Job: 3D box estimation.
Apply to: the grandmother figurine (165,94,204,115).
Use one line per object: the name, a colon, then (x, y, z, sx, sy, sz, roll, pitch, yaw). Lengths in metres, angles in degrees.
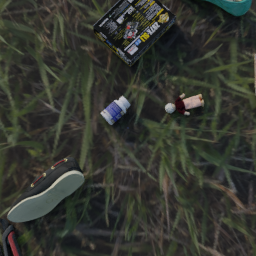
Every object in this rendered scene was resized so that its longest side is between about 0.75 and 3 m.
grandmother figurine: (1.617, -0.654, 8.098, 1.092, 0.331, 0.662, -13, 60, 1)

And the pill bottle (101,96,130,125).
pill bottle: (-0.338, -0.511, 7.975, 0.790, 0.473, 0.473, -42, 84, -5)

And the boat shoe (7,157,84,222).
boat shoe: (-2.237, 1.701, 7.566, 2.362, 0.864, 0.740, -37, 45, 6)

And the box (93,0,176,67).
box: (0.190, -3.075, 8.344, 1.576, 0.487, 1.973, 43, 84, 4)

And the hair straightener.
hair straightener: (-3.257, 3.648, 7.337, 1.060, 0.564, 2.755, -24, 83, -3)

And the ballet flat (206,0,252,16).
ballet flat: (2.480, -4.216, 8.266, 2.594, 0.913, 0.874, 25, 72, 3)

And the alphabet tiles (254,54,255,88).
alphabet tiles: (4.318, -1.792, 8.376, 1.057, 0.048, 1.264, 2, 82, 1)
